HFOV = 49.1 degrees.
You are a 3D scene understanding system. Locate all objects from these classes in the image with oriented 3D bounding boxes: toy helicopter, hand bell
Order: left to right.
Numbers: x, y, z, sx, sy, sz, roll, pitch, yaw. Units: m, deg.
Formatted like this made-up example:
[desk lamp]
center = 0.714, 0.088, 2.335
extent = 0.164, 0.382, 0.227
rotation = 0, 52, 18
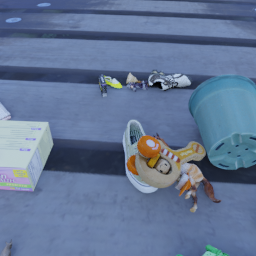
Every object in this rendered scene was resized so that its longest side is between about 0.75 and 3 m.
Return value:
[hand bell]
center = 0.504, -2.204, 13.346
extent = 1.058, 0.551, 0.551
rotation = 20, 41, 5
[toy helicopter]
center = 1.413, 0.996, 8.023
extent = 2.693, 1.062, 1.781
rotation = -14, 54, -39

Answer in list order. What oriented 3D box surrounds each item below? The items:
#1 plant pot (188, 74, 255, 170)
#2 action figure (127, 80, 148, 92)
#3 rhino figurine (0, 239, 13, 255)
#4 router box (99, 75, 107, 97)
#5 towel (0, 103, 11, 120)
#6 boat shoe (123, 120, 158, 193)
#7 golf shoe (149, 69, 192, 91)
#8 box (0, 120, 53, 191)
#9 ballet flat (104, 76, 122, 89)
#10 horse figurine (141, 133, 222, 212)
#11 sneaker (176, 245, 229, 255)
[plant pot]
center = 3.375, -0.095, 9.270
extent = 2.440, 2.440, 2.390
rotation = 1, 46, 1
[action figure]
center = 0.404, -1.951, 13.051
extent = 1.008, 0.350, 0.656
rotation = -3, 46, 1
[rhino figurine]
center = -2.945, 3.059, 6.752
extent = 0.244, 0.357, 0.815
rotation = 3, 39, 1
[router box]
center = -1.141, -1.911, 12.696
extent = 0.229, 0.689, 0.876
rotation = -9, 40, -11
[towel]
center = -5.835, -0.554, 11.335
extent = 1.665, 0.281, 1.743
rotation = -27, 45, -30
[boat shoe]
center = 0.321, 0.827, 9.120
extent = 1.006, 0.867, 2.794
rotation = -9, 40, -11
[golf shoe]
center = 1.935, -2.061, 12.993
extent = 2.016, 0.784, 0.953
rotation = 8, 59, 10
[box]
center = -3.696, 0.818, 8.992
extent = 1.914, 1.052, 2.177
rotation = 2, 38, 3
[ballet flat]
center = -0.769, -2.195, 13.287
extent = 1.144, 0.384, 0.382
rotation = 25, 40, 27
[horse figurine]
center = 1.545, 1.386, 8.327
extent = 2.533, 0.632, 1.679
rotation = 30, 41, 5
[sneaker]
center = 2.150, 3.093, 6.305
extent = 2.331, 0.863, 0.974
rotation = -2, 43, -3
